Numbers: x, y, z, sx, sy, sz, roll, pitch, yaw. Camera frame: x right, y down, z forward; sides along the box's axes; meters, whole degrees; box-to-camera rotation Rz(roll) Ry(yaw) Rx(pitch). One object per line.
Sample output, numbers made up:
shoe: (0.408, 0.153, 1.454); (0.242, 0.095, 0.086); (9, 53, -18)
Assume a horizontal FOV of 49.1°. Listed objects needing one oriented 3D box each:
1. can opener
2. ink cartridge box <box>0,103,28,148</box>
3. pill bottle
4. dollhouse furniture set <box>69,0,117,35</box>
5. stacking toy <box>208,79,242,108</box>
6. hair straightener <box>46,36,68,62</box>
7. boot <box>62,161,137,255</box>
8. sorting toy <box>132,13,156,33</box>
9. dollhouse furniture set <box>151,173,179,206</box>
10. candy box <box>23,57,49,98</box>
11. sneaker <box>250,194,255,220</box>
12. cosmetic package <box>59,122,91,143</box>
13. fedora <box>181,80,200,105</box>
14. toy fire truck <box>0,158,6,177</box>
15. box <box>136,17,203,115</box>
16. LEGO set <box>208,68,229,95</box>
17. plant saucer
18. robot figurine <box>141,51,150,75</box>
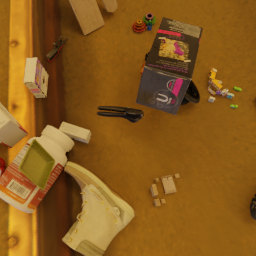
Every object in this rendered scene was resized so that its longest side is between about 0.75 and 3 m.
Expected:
can opener: (-0.227, -0.487, 8.437); (1.436, 0.564, 0.455); (8, 53, 7)
ink cartridge box: (-4.824, -0.443, 10.043); (0.880, 1.558, 2.123); (-44, 74, -10)
pill bottle: (-3.048, 1.311, 9.419); (1.521, 1.521, 2.712); (30, 72, 10)
dollhouse furniture set: (-1.773, -6.097, 12.726); (2.625, 2.249, 2.760); (-33, 38, -12)
stacking toy: (3.831, -1.353, 11.069); (1.217, 0.286, 0.918); (17, 71, 6)
hair straightener: (-2.946, -3.386, 11.707); (0.266, 0.501, 1.302); (34, 73, 13)
boot: (-1.432, 2.672, 9.076); (2.860, 1.031, 2.212); (40, 76, 1)
sorting toy: (0.766, -4.639, 12.169); (1.237, 0.508, 0.743); (-43, 75, -15)
dollhouse furniture set: (1.375, 2.099, 9.646); (1.100, 0.537, 0.938); (-12, 70, -4)
candy box: (-3.499, -1.897, 10.739); (0.450, 1.257, 1.055); (-3, 69, 3)
sneaker: (5.310, 2.225, 9.311); (2.841, 1.110, 1.283); (-37, 76, -13)
cosmetic package: (-1.941, 0.180, 10.359); (1.080, 0.549, 0.400); (18, 71, 8)
fedora: (2.036, -1.439, 10.726); (1.593, 0.727, 1.593); (29, 39, -26)
toy fire truck: (-5.115, 1.623, 9.747); (1.591, 0.892, 1.336); (18, 95, 7)
box: (1.357, -2.038, 9.043); (1.429, 1.647, 2.694); (18, 54, 4)
LEGO set: (3.428, -1.802, 11.206); (0.596, 0.482, 1.296); (-5, 57, -23)
plant saucer: (-2.715, 1.086, 8.232); (0.267, 1.115, 1.113); (-11, 42, 23)
robot figurine: (1.008, -2.625, 11.508); (0.862, 0.346, 1.189); (24, 72, 9)
